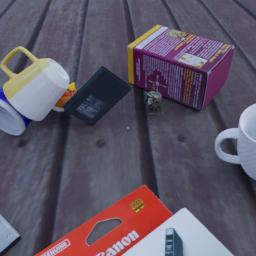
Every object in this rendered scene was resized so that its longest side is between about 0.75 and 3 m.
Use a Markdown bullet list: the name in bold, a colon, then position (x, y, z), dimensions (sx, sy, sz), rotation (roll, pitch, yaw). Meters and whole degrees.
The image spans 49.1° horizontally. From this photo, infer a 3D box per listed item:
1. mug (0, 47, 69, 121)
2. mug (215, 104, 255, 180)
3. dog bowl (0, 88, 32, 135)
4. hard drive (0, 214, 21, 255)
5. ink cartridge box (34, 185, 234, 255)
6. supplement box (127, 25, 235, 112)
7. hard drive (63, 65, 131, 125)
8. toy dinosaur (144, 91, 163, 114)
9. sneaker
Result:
- **mug**: position (-2.307, -1.143, 7.053), dimensions (1.312, 1.598, 1.280), rotation (-39, 43, 14)
- **mug**: position (2.938, 0.437, 6.358), dimensions (1.845, 1.618, 1.362), rotation (2, 47, 18)
- **dog bowl**: position (-3.181, -0.413, 7.389), dimensions (1.263, 1.263, 0.498), rotation (17, 52, 17)
- **hard drive**: position (-2.966, 2.065, 5.566), dimensions (1.385, 0.228, 0.967), rotation (34, 53, 22)
- **ink cartridge box**: position (0.037, 2.382, 5.082), dimensions (2.894, 0.630, 2.512), rotation (-27, 50, -27)
- **supplement box**: position (1.631, -2.047, 9.126), dimensions (2.842, 1.466, 1.860), rotation (27, 52, 27)
- **hard drive**: position (-0.831, -0.828, 7.625), dimensions (1.588, 1.108, 0.261), rotation (-41, 45, 20)
- **toy dinosaur**: position (0.771, -0.816, 8.330), dimensions (0.531, 0.706, 1.380), rotation (-2, 18, 0)
- **sneaker**: position (-2.579, -1.333, 8.576), dimensions (2.710, 1.045, 0.989), rotation (19, 26, 26)
